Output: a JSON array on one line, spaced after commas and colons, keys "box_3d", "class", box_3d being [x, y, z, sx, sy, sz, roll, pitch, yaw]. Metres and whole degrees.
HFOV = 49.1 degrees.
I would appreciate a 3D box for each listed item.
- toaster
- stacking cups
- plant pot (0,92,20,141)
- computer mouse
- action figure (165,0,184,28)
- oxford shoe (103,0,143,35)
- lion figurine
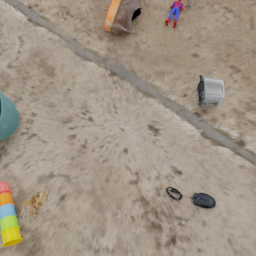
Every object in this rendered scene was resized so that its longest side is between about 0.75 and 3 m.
[{"box_3d": [2.329, -1.047, 7.914, 0.634, 0.558, 0.982, 6, 60, -1], "class": "toaster"}, {"box_3d": [-2.744, 1.916, 6.414, 0.433, 0.433, 1.431, -17, 62, -9], "class": "stacking cups"}, {"box_3d": [-3.343, -0.232, 7.121, 1.407, 0.947, 1.407, -6, 75, 24], "class": "plant pot"}, {"box_3d": [1.499, 1.636, 6.680, 1.210, 0.206, 0.355, 13, 64, 7], "class": "computer mouse"}, {"box_3d": [1.655, -4.057, 9.643, 0.457, 0.361, 1.397, 15, 60, 11], "class": "action figure"}, {"box_3d": [0.055, -4.247, 9.493, 1.010, 0.987, 2.769, 21, 71, -5], "class": "oxford shoe"}, {"box_3d": [-2.134, 1.681, 6.169, 0.870, 0.315, 0.533, -15, 59, 27], "class": "lion figurine"}]
